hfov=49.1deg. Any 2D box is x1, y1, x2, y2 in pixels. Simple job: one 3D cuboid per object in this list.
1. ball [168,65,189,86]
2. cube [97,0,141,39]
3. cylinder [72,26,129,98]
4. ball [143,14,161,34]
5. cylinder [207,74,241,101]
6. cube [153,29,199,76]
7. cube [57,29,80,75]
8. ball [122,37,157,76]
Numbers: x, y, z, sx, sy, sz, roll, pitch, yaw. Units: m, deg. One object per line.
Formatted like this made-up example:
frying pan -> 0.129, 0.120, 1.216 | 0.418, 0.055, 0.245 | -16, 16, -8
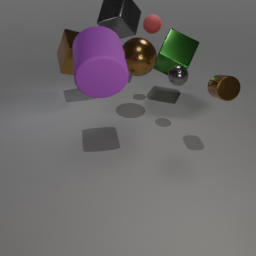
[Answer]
ball -> 1.741, -1.811, 9.683 | 0.700, 0.700, 0.700 | 0, 30, 0
cube -> -0.401, -5.277, 13.355 | 1.400, 1.400, 1.400 | 0, 70, 36
cylinder -> -0.774, -1.775, 7.602 | 1.400, 1.400, 1.400 | -5, 51, -8
ball -> 0.930, -3.983, 10.746 | 0.700, 0.700, 0.700 | 0, 30, 0
cylinder -> 2.754, -1.171, 8.081 | 0.700, 0.700, 0.700 | -3, 15, -6
cube -> 2.096, -3.226, 12.473 | 1.400, 1.400, 1.400 | 26, 75, 0
cube -> -2.229, -3.281, 12.438 | 1.400, 1.400, 1.400 | 4, 49, -30
ball -> 0.364, -2.622, 10.370 | 1.400, 1.400, 1.400 | 0, 30, 0
